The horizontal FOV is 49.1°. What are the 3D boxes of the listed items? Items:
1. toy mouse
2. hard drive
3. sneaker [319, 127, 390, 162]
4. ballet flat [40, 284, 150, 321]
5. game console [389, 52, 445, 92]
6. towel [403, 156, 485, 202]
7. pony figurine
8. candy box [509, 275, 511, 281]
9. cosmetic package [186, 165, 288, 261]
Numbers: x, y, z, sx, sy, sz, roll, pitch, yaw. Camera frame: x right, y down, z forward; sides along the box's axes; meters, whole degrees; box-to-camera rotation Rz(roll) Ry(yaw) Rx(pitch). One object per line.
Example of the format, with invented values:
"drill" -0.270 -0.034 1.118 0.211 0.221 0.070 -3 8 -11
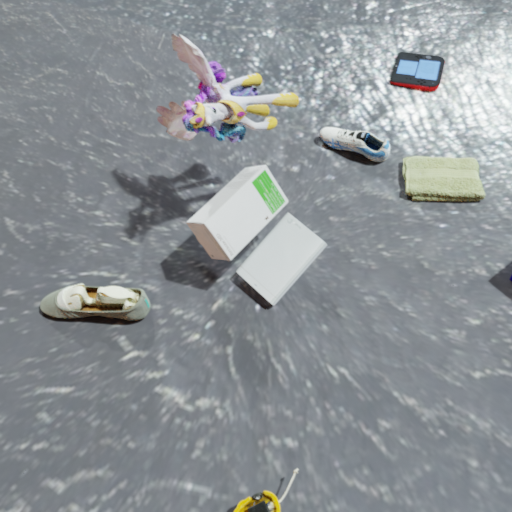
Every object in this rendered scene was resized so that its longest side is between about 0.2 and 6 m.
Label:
"toy mouse" 0.180 3.970 7.264 1.818 0.352 1.616 -24 56 -17
"hard drive" 0.437 0.047 9.892 0.934 0.186 1.416 41 91 23
"sneaker" 2.129 -2.514 12.081 1.595 0.578 0.573 22 57 17
"ballet flat" -2.786 0.716 9.581 1.935 0.616 0.652 3 53 3
"game console" 4.010 -4.600 13.896 1.192 0.209 1.348 15 54 11
"towel" 3.843 -1.605 11.554 1.608 0.293 1.193 3 54 2
"pony figurine" -0.661 -2.741 9.746 2.126 1.770 2.052 -16 42 -35
"candy box" 5.781 0.236 9.873 1.898 0.731 1.605 -32 57 -21
"cosmetic package" -0.316 -0.761 9.808 1.619 0.871 0.687 -48 28 -24
